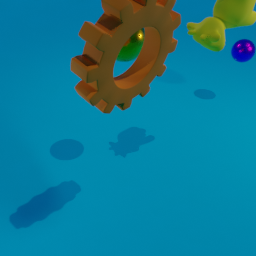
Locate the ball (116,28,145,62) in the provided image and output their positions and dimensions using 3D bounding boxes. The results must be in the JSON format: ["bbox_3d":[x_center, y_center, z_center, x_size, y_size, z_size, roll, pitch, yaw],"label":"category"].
[{"bbox_3d":[-0.079,-1.746,5.482,0.888,0.888,0.888,0,38,0],"label":"ball"}]

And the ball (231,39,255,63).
[{"bbox_3d":[3.725,-2.497,9.064,0.738,0.738,0.738,0,38,0],"label":"ball"}]

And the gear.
[{"bbox_3d":[0.026,-0.960,3.633,1.646,1.646,0.304,-32,59,-34],"label":"gear"}]

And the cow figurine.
[{"bbox_3d":[1.891,-2.280,5.412,1.492,1.516,0.832,-20,45,-31],"label":"cow figurine"}]
